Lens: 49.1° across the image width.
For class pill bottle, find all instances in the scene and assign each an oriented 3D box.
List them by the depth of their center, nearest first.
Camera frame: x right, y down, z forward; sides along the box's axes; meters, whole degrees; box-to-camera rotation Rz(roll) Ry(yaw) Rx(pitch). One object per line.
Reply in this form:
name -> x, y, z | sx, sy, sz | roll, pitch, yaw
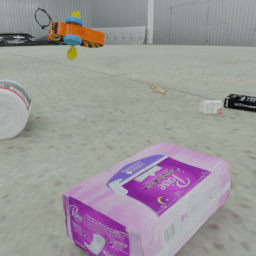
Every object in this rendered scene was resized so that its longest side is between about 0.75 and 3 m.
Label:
pill bottle -> -3.825, -0.757, 8.800 | 1.464, 1.464, 2.644 | -5, 20, -13

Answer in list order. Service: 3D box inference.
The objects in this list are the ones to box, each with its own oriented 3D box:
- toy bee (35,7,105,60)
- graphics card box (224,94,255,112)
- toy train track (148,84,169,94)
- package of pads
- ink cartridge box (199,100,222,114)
toy bee -> -2.260, -3.586, 10.324 | 2.679, 1.754, 1.456 | 33, -20, -35
graphics card box -> 4.670, -0.981, 10.947 | 1.597, 0.406, 1.002 | 13, 24, 28
toy train track -> 1.422, -2.060, 14.055 | 1.037, 0.294, 1.808 | -5, 20, -14
package of pads -> 0.431, 1.100, 4.454 | 1.548, 0.972, 2.569 | 14, 24, 39
ink cartridge box -> 3.037, -0.767, 10.310 | 0.766, 0.446, 0.258 | -2, 20, -2
